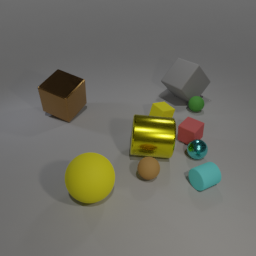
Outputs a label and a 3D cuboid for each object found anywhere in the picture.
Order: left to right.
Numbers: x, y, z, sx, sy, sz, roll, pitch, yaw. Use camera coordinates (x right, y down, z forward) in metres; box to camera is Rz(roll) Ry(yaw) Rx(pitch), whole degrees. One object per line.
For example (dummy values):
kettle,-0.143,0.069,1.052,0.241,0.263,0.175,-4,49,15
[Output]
cube,-2.733,-1.375,11.890,1.400,1.400,1.400,23,51,15
ball,-1.063,1.387,7.863,1.400,1.400,1.400,0,31,0
ball,0.639,1.240,8.642,0.700,0.700,0.700,0,31,0
cylinder,0.824,0.283,9.588,1.400,1.400,1.400,5,31,-1
cube,1.390,-0.602,11.602,0.700,0.700,0.700,-11,39,-37
cube,2.717,-2.201,13.192,1.400,1.400,1.400,-54,44,0
cube,2.325,0.129,10.380,0.700,0.700,0.700,26,49,32
ball,3.074,-1.083,12.589,0.700,0.700,0.700,0,31,0
ball,2.388,0.729,9.639,0.700,0.700,0.700,0,31,0
cylinder,2.311,1.450,8.444,0.700,0.700,0.700,-16,35,-24
